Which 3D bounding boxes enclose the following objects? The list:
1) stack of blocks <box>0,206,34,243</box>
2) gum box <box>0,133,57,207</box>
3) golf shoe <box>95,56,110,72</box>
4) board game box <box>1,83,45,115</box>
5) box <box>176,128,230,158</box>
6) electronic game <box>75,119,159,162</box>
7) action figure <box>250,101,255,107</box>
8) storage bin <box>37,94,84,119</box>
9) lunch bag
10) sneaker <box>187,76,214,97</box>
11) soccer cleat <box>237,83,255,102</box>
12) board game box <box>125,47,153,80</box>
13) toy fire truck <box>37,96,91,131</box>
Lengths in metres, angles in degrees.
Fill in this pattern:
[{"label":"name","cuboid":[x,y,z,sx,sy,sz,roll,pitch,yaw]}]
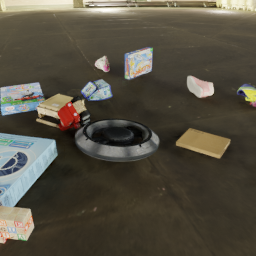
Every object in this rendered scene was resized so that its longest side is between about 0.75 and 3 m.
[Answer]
[{"label":"stack of blocks","cuboid":[-2.852,2.169,6.302,1.338,0.770,0.392,4,30,7]},{"label":"gum box","cuboid":[-3.889,1.208,8.071,2.524,0.662,2.970,6,29,13]},{"label":"golf shoe","cuboid":[-1.583,-3.824,17.200,0.855,0.703,1.868,-18,29,5]},{"label":"board game box","cuboid":[-4.902,-1.414,12.987,1.832,0.443,2.421,-12,31,-19]},{"label":"box","cuboid":[2.645,0.502,9.830,1.557,0.166,1.273,18,32,28]},{"label":"electronic game","cuboid":[-0.365,0.360,9.647,2.888,0.601,2.888,3,23,-1]},{"label":"action figure","cuboid":[5.829,-1.010,12.463,0.802,0.537,0.597,9,69,34]},{"label":"storage bin","cuboid":[-2.747,-0.770,11.634,1.432,0.671,1.422,16,34,25]},{"label":"lunch bag","cuboid":[-1.528,-1.757,13.333,1.232,0.785,1.047,-24,34,-16]},{"label":"sneaker","cuboid":[3.637,-2.081,13.964,0.922,0.664,1.764,-8,36,-11]},{"label":"soccer cleat","cuboid":[5.979,-1.413,13.014,0.841,0.650,2.011,-38,43,-5]},{"label":"board game box","cuboid":[0.634,-3.757,16.156,0.362,1.422,2.101,23,38,35]},{"label":"toy fire truck","cuboid":[-2.349,-0.363,10.143,1.702,1.498,1.095,-30,81,-15]}]
